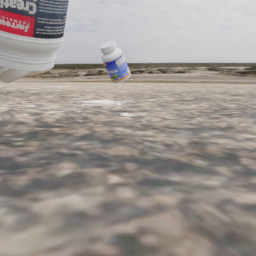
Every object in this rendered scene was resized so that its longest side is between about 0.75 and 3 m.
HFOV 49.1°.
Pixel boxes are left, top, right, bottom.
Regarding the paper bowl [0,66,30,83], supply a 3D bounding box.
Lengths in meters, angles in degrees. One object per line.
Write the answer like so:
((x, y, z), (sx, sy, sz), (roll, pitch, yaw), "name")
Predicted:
((-2.956, -1.818, 7.294), (1.742, 0.906, 1.742), (-22, 27, 12), "paper bowl")

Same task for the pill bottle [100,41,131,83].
((-0.433, -2.124, 9.002), (0.689, 1.229, 0.689), (-18, 34, 13), "pill bottle")

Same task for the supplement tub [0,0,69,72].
((-1.664, -2.051, 4.497), (1.378, 1.964, 1.378), (13, 26, -7), "supplement tub")
